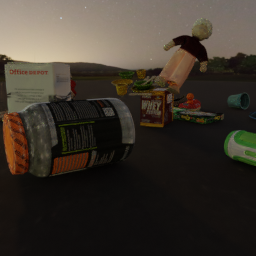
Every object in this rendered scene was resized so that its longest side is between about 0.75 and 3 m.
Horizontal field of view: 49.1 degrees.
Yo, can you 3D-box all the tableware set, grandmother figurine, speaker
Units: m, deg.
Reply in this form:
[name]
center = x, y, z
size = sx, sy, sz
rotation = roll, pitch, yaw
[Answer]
[tableware set]
center = 0.151, -1.337, 7.825
size = 1.369, 0.312, 2.033
rotation = 2, 25, 13
[grandmother figurine]
center = 2.152, -2.623, 10.018
size = 1.747, 2.881, 0.873
rotation = 31, -5, -17
[speaker]
center = 3.071, 0.545, 6.206
size = 0.791, 0.791, 1.789
rotation = -8, 14, -31

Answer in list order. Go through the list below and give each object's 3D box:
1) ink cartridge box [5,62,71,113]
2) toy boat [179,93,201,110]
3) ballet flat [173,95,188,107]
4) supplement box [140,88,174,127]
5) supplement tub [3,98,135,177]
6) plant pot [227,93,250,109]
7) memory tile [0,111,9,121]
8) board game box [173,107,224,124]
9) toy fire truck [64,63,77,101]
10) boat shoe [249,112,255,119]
[ink cartridge box]
center = -2.708, -0.808, 8.623
size = 1.700, 2.356, 0.987
rotation = 4, 13, 17
[toy boat]
center = 3.219, -1.339, 14.480
size = 0.917, 0.918, 1.405
rotation = 8, 14, 31
[ballet flat]
center = 2.641, -1.500, 15.903
size = 2.710, 0.628, 0.913
rotation = -11, 16, -41
[supplement box]
center = 1.171, -0.854, 11.150
size = 0.928, 1.378, 1.397
rotation = 6, 13, 25
[supplement tub]
center = -1.252, 0.173, 6.065
size = 2.521, 1.545, 1.545
rotation = -7, 14, -32
[plant pot]
center = 6.081, -1.488, 15.505
size = 0.904, 0.904, 0.885
rotation = -8, 7, -32
[memory tile]
center = -5.368, -0.595, 12.801
size = 1.698, 0.186, 2.215
rotation = 3, 13, 16
[board game box]
center = 2.593, -0.615, 12.602
size = 1.539, 0.345, 2.938
rotation = -14, 18, -41
[toy fire truck]
center = -2.683, -1.537, 10.788
size = 1.534, 1.121, 1.743
rotation = -18, 31, 26
[boat shoe]
center = 5.887, -0.590, 11.993
size = 0.627, 0.511, 1.489
rotation = -6, 14, -27
